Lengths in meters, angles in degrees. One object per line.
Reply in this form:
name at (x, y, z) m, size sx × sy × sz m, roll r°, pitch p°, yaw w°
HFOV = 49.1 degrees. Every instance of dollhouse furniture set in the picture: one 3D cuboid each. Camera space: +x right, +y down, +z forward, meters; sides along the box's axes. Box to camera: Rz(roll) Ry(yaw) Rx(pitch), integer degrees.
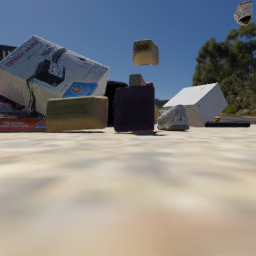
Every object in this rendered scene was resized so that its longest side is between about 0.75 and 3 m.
dollhouse furniture set at (-0.328, -0.461, 4.688) m, size 1.813 × 1.437 × 1.287 m, roll -3°, pitch -15°, yaw 15°

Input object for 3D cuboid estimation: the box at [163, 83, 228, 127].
box at (2.691, -0.891, 11.393) m, size 1.504 × 1.051 × 1.976 m, roll -40°, pitch 20°, yaw -22°

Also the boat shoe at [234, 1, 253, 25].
boat shoe at (3.597, -3.423, 8.691) m, size 0.509 × 0.498 × 1.437 m, roll -12°, pitch -1°, yaw 20°

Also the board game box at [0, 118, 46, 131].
board game box at (-2.259, -0.064, 5.110) m, size 2.407 × 0.234 × 1.239 m, roll -1°, pitch 2°, yaw -38°

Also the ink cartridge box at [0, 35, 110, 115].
ink cartridge box at (-1.345, -0.877, 5.169) m, size 1.657 × 1.202 × 0.693 m, roll 24°, pitch -41°, yaw 4°

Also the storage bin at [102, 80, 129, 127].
storage bin at (-1.273, -0.931, 10.907) m, size 2.633 × 1.780 × 1.235 m, roll -1°, pitch 1°, yaw -44°

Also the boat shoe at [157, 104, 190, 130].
boat shoe at (0.856, -0.186, 5.407) m, size 0.522 × 0.454 × 1.416 m, roll 0°, pitch 1°, yaw -1°

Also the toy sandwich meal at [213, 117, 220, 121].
toy sandwich meal at (3.323, -0.261, 11.830) m, size 1.220 × 0.418 × 1.220 m, roll 0°, pitch 1°, yaw 0°

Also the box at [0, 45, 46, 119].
box at (-2.524, -0.821, 6.747) m, size 1.281 × 1.475 × 2.233 m, roll 0°, pitch -8°, yaw -26°

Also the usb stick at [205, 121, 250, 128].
usb stick at (3.075, -0.109, 8.678) m, size 1.335 × 0.218 × 0.370 m, roll 0°, pitch 7°, yaw 10°
